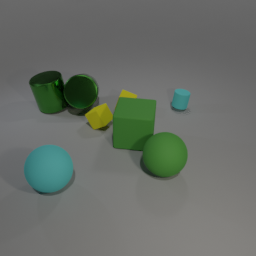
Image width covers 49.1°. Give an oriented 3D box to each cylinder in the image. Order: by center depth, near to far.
[{"bbox_3d":[-1.967,-1.610,12.052,1.400,1.400,1.400,-2,12,-4],"label":"cylinder"},{"bbox_3d":[-3.415,-1.581,12.251,1.400,1.400,1.400,-6,36,5],"label":"cylinder"},{"bbox_3d":[2.325,-1.270,12.304,0.700,0.700,0.700,6,31,-4],"label":"cylinder"}]

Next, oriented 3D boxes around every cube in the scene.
[{"bbox_3d":[0.255,-0.157,10.235,1.400,1.400,1.400,6,35,6],"label":"cube"},{"bbox_3d":[-1.125,-0.458,11.132,0.700,0.700,0.700,-16,20,39],"label":"cube"},{"bbox_3d":[-0.085,-1.105,12.075,0.700,0.700,0.700,22,38,-1],"label":"cube"}]

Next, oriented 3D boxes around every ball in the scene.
[{"bbox_3d":[-2.329,1.192,8.267,1.400,1.400,1.400,0,34,0],"label":"ball"},{"bbox_3d":[1.161,0.825,8.780,1.400,1.400,1.400,0,34,0],"label":"ball"}]
